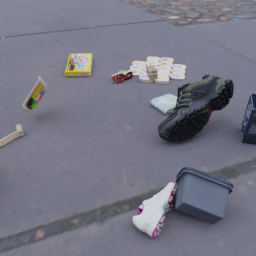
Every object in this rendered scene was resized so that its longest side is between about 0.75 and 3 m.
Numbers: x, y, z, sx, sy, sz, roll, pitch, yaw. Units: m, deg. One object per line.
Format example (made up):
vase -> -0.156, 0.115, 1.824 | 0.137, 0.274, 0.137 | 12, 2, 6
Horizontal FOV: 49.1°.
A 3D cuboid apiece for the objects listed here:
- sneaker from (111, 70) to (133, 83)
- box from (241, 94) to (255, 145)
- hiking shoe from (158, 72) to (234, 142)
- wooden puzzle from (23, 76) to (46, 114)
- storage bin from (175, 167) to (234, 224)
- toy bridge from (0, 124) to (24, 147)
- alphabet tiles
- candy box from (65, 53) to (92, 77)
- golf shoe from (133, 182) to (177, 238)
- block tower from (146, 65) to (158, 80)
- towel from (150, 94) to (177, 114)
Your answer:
sneaker -> -0.320, -2.306, 12.492 | 0.469, 0.445, 1.142 | 26, 33, 38
box -> 4.071, -0.253, 8.792 | 0.703, 1.313, 0.974 | 9, 37, 13
hiking shoe -> 1.995, -0.692, 9.134 | 2.915, 1.104, 1.467 | -36, 40, -11
wooden puzzle -> -3.132, -1.085, 9.549 | 0.220, 1.095, 1.184 | 25, 82, -3
storage bin -> 1.685, 1.634, 6.565 | 1.276, 0.928, 0.857 | 23, 54, 1
toy bridge -> -4.336, 0.395, 8.784 | 2.038, 0.277, 0.685 | -16, 39, -21
alphabet tiles -> 1.400, -2.803, 13.325 | 2.634, 0.197, 2.693 | 7, 37, 10
candy box -> -2.361, -3.101, 13.655 | 1.158, 0.299, 2.265 | 0, 36, -5
golf shoe -> 0.666, 1.791, 6.600 | 0.717, 0.590, 1.567 | 14, 37, 24
block tower -> 0.732, -1.721, 8.598 | 0.280, 0.262, 0.969 | -5, 24, -1
towel -> 1.522, -0.945, 10.676 | 1.070, 0.258, 0.916 | -23, 41, -28
